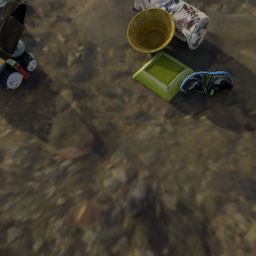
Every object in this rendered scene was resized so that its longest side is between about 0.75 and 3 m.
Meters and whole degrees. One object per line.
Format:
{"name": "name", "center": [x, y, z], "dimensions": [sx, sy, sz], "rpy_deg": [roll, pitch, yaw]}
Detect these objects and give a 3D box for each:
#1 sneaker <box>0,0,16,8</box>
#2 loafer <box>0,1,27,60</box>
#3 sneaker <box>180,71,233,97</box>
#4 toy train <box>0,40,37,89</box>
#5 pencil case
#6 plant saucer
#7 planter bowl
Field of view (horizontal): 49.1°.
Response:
{"name": "sneaker", "center": [-4.392, -4.671, 9.861], "dimensions": [1.108, 0.478, 0.430], "rpy_deg": [-38, 68, -18]}
{"name": "loafer", "center": [-2.929, -2.516, 7.013], "dimensions": [0.588, 0.601, 1.647], "rpy_deg": [-3, 74, 33]}
{"name": "sneaker", "center": [2.261, -1.224, 7.993], "dimensions": [1.570, 0.556, 0.650], "rpy_deg": [-7, 56, -7]}
{"name": "toy train", "center": [-3.921, -2.117, 8.272], "dimensions": [2.502, 1.066, 1.426], "rpy_deg": [31, 79, 13]}
{"name": "pencil case", "center": [1.377, -3.616, 8.964], "dimensions": [2.682, 1.043, 1.200], "rpy_deg": [42, 55, 19]}
{"name": "plant saucer", "center": [1.092, -1.671, 8.359], "dimensions": [1.381, 0.331, 1.383], "rpy_deg": [38, 68, 18]}
{"name": "planter bowl", "center": [0.768, -2.913, 8.750], "dimensions": [1.477, 0.615, 1.477], "rpy_deg": [-3, 79, 16]}
